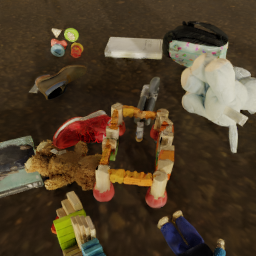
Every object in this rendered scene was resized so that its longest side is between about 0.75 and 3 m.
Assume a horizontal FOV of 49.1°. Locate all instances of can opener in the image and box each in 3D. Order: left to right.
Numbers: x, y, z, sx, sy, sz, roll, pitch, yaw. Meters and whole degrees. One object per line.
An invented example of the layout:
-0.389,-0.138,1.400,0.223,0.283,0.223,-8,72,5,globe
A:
0.669,-1.001,9.845,0.598,0.755,2.271,9,45,9,can opener

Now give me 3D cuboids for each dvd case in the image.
-3.774,1.175,7.483,2.641,0.291,1.928,-15,42,-17,dvd case

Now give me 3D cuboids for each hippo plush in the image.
3.379,-1.298,8.884,2.361,2.339,2.936,-20,43,-22,hippo plush

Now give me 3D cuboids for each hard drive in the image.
0.331,-3.893,13.596,2.667,0.356,1.759,5,40,5,hard drive

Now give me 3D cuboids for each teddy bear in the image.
-1.624,0.981,7.342,2.139,0.714,1.551,2,39,0,teddy bear

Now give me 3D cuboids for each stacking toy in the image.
-2.862,-3.824,12.832,1.463,1.324,0.618,2,51,0,stacking toy

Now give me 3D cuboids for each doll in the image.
1.397,2.554,5.674,1.272,0.452,1.865,-17,42,-18,doll

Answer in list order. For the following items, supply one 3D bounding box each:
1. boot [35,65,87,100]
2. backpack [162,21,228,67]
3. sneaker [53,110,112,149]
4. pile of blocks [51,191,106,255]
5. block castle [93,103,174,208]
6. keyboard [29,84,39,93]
-2.412,-1.725,10.788,2.065,0.771,1.001,-24,56,-15,boot
2.996,-3.482,12.097,2.559,1.620,2.136,24,50,25,backpack
-1.111,0.179,8.323,2.030,0.795,1.172,-33,48,-32,sneaker
-0.951,2.436,5.277,0.858,1.134,2.762,-18,43,-22,pile of blocks
0.201,0.668,7.242,1.793,1.259,2.684,6,43,3,block castle
-3.569,-1.738,11.224,0.335,0.063,1.189,1,39,9,keyboard
